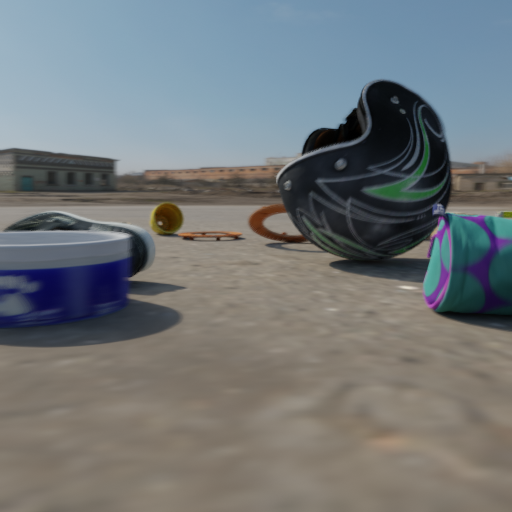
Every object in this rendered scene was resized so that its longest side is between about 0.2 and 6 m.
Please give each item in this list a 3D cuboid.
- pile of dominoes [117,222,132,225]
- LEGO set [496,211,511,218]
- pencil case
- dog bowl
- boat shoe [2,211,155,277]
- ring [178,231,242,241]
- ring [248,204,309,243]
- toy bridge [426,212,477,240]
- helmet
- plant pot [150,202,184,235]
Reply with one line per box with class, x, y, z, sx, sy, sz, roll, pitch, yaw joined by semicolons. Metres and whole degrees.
pile of dominoes;-3.691;-0.204;11.026;2.247;0.459;2.883;0;15;-7
LEGO set;5.464;-0.629;12.340;1.856;0.691;0.854;-3;7;-28
pencil case;2.693;0.050;4.999;2.249;0.957;1.039;2;36;9
dog bowl;-2.102;0.158;5.335;1.750;0.689;1.750;1;6;0
boat shoe;-2.398;-0.123;6.960;2.271;0.859;0.685;-1;8;21
ring;-1.105;-0.478;13.521;1.544;0.148;1.544;-1;7;0
ring;0.733;-0.699;11.648;1.807;0.173;1.807;3;-21;1
toy bridge;4.218;-0.735;13.330;1.689;0.684;5.024;0;6;-5
helmet;1.707;-1.142;8.785;2.633;2.510;2.633;18;-24;9
plant pot;-2.437;-0.923;14.779;0.839;0.839;0.789;-4;-7;-29
